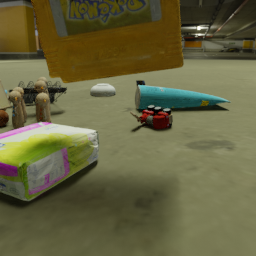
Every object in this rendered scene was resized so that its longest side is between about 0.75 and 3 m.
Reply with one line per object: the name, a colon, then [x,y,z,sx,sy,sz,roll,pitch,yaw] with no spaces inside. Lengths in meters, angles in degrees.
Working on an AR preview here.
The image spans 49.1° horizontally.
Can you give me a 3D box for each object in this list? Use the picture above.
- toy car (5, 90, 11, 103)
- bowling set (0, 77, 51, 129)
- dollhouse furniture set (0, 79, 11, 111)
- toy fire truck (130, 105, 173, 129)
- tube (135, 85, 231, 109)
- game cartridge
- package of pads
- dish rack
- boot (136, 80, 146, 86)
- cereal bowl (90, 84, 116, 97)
toy car: [-4.397,-1.031,9.325,0.911,0.683,0.797,-14,21,-40]
bowling set: [-2.686,-0.618,7.082,1.487,1.147,2.137,-5,17,-19]
dollhouse furniture set: [-3.816,-0.727,7.531,1.149,0.764,1.007,-17,7,29]
toy fire truck: [0.552,-0.253,7.028,0.930,0.598,0.819,-28,31,-36]
tube: [1.746,-0.977,9.231,2.974,0.749,1.152,1,16,-10]
game cartridge: [-0.346,-1.894,3.928,2.080,2.360,0.383,-7,20,7]
package of pads: [-1.455,0.407,4.527,1.396,0.616,1.807,8,18,26]
dish rack: [-2.901,-1.187,9.063,1.569,0.558,2.045,-8,-4,-30]
boot: [0.600,-1.649,11.364,0.554,0.718,1.482,1,16,5]
cereal bowl: [-1.053,-1.618,11.765,1.075,0.448,1.075,0,16,0]
